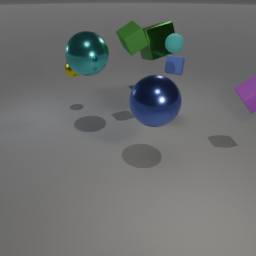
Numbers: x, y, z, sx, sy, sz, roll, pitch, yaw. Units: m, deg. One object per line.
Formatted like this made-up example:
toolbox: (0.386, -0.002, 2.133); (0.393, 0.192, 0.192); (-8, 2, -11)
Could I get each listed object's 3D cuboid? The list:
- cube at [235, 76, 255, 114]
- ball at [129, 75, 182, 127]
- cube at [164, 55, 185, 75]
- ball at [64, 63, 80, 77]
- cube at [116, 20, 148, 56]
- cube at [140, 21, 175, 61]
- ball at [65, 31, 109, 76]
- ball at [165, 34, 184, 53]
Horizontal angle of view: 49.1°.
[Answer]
cube: (3.848, -1.019, 8.607); (0.700, 0.700, 0.700); (-34, 37, 22)
ball: (0.731, -0.720, 7.522); (1.400, 1.400, 1.400); (0, 27, 0)
cube: (2.009, -2.687, 12.039); (0.700, 0.700, 0.700); (10, 8, 16)
ball: (-2.291, -2.465, 11.678); (0.700, 0.700, 0.700); (0, 27, 0)
cube: (0.139, -3.010, 9.376); (0.700, 0.700, 0.700); (-34, 50, -1)
cube: (1.329, -4.083, 13.152); (1.400, 1.400, 1.400); (-21, 21, -11)
ball: (-1.316, -2.385, 9.035); (1.400, 1.400, 1.400); (0, 27, 0)
ball: (1.752, -3.202, 10.590); (0.700, 0.700, 0.700); (0, 27, 0)
